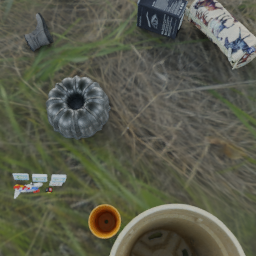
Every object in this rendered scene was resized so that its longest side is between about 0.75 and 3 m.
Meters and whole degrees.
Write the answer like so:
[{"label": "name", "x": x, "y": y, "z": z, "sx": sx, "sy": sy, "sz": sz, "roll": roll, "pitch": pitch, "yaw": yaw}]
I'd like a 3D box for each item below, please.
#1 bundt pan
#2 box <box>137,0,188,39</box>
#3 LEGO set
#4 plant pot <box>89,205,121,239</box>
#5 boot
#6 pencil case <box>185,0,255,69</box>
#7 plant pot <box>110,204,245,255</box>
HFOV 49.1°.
[{"label": "bundt pan", "x": -1.576, "y": -0.725, "z": 8.615, "sx": 2.052, "sy": 0.770, "sz": 2.052, "roll": 0, "pitch": 71, "yaw": 0}, {"label": "box", "x": 1.121, "y": -3.887, "z": 9.557, "sx": 1.513, "sy": 1.120, "sz": 0.789, "roll": 23, "pitch": 71, "yaw": 7}, {"label": "LEGO set", "x": -1.529, "y": 1.018, "z": 4.814, "sx": 0.818, "sy": 1.095, "sz": 0.269, "roll": 5, "pitch": 66, "yaw": -17}, {"label": "plant pot", "x": -0.593, "y": 2.497, "z": 7.456, "sx": 0.822, "sy": 0.753, "sz": 0.822, "roll": 0, "pitch": 69, "yaw": 0}, {"label": "boot", "x": -3.221, "y": -3.359, "z": 9.739, "sx": 0.898, "sy": 0.476, "sz": 1.363, "roll": -24, "pitch": 68, "yaw": -3}, {"label": "pencil case", "x": 3.125, "y": -3.240, "z": 9.355, "sx": 1.211, "sy": 1.054, "sz": 2.709, "roll": -30, "pitch": 73, "yaw": -27}, {"label": "plant pot", "x": 0.926, "y": 3.190, "z": 6.282, "sx": 2.697, "sy": 2.468, "sz": 2.697, "roll": 0, "pitch": 70, "yaw": -1}]
